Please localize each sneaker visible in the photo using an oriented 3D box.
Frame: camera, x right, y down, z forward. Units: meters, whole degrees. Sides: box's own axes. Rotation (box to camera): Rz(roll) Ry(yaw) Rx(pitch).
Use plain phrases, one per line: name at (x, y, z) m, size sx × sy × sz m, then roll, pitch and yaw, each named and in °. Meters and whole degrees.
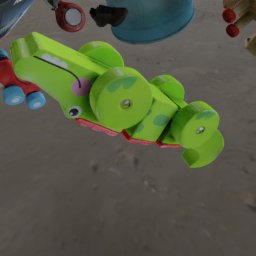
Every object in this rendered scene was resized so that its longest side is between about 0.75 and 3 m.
sneaker at (-0.512, -2.825, 6.973) m, size 1.176 × 0.534 × 0.446 m, roll 7°, pitch 73°, yaw 39°

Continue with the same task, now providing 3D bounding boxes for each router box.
router box at (-2.365, -1.605, 4.068) m, size 1.820 × 0.755 × 2.429 m, roll -27°, pitch 27°, yaw 39°

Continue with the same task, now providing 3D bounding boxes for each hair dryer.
hair dryer at (-1.524, -2.794, 5.925) m, size 0.604 × 2.223 × 1.693 m, roll -35°, pitch 77°, yaw -4°

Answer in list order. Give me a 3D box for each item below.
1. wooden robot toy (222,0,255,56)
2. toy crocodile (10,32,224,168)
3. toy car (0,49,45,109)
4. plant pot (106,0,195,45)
wooden robot toy at (2.544, -3.015, 6.657) m, size 1.184 × 2.688 × 1.220 m, roll -34°, pitch 39°, yaw 0°
toy crocodile at (0.101, -0.194, 2.882) m, size 2.626 × 0.811 × 0.886 m, roll 17°, pitch 24°, yaw -39°
toy car at (-1.973, -1.238, 5.695) m, size 1.122 × 1.268 × 1.169 m, roll 10°, pitch 48°, yaw -62°
plant pot at (0.471, -4.212, 7.937) m, size 2.656 × 2.496 × 2.656 m, roll -8°, pitch 51°, yaw 10°
